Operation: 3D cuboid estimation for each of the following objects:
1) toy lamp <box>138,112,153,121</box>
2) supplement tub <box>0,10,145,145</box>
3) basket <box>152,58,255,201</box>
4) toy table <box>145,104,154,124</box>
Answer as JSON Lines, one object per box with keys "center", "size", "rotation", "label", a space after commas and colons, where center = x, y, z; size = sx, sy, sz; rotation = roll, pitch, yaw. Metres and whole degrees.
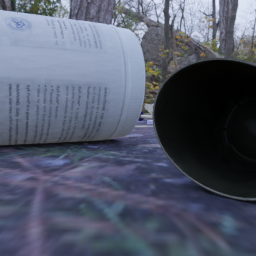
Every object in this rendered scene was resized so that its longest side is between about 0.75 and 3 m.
{"center": [0.878, -0.548, 13.754], "size": [0.491, 0.491, 1.685], "rotation": [-2, 4, -29], "label": "toy lamp"}
{"center": [-1.396, -0.692, 4.143], "size": [2.851, 1.881, 1.881], "rotation": [-1, 3, -25], "label": "supplement tub"}
{"center": [0.887, 0.005, 2.023], "size": [1.005, 0.758, 1.114], "rotation": [32, 18, 37], "label": "basket"}
{"center": [1.243, -0.546, 11.054], "size": [1.227, 0.782, 1.335], "rotation": [1, 3, 15], "label": "toy table"}
